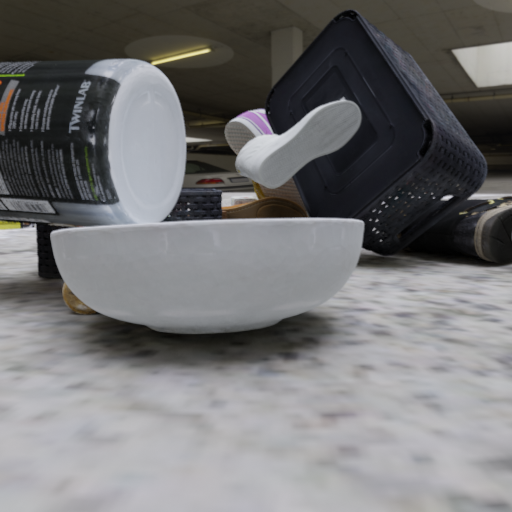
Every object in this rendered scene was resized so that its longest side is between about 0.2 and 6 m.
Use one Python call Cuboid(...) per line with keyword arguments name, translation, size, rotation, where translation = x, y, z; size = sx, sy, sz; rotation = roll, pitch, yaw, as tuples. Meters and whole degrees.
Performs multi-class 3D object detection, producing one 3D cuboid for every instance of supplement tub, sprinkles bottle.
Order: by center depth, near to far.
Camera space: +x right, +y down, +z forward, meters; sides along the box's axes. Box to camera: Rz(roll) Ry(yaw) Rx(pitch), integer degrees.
Cuboid(name="sprinkles bottle", translation=(-1.532, 0.248, 5.558), size=(0.413, 0.413, 1.209), rotation=(0, 8, -1))
Cuboid(name="supplement tub", translation=(-2.227, -1.136, 5.749), size=(2.690, 1.648, 1.648), rotation=(6, 9, 18))

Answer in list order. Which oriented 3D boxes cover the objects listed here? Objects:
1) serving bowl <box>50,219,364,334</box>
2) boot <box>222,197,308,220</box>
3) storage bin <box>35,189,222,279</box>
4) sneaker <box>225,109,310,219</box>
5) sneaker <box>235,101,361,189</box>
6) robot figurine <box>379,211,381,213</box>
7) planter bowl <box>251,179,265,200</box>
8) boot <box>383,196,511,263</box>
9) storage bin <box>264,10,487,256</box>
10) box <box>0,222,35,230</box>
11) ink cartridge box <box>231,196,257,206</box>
Cuboid(name="serving bowl", translation=(-0.356, 0.153, 4.489), size=(2.417, 0.795, 2.417), rotation=(-1, 1, 0))
Cuboid(name="boot", translation=(-0.444, -0.531, 10.212), size=(2.410, 0.924, 1.871), rotation=(-13, 9, -30))
Cuboid(name="storage bin", translation=(-1.663, -0.361, 7.592), size=(2.322, 1.089, 1.570), rotation=(-2, 8, -10))
Cuboid(name="sneaker", translation=(0.545, -1.821, 10.762), size=(0.849, 2.343, 1.336), rotation=(-28, 9, 41))
Cuboid(name="sneaker", translation=(0.505, -1.592, 7.599), size=(1.741, 0.641, 1.006), rotation=(-34, 28, -15))
Cuboid(name="robot figurine", translation=(3.592, -1.069, 15.014), size=(0.762, 0.430, 0.646), rotation=(7, -29, 44))
Cuboid(name="planter bowl", translation=(0.779, -1.107, 11.427), size=(2.131, 0.888, 2.131), rotation=(13, 46, -14))
Cuboid(name="boot", translation=(3.564, -0.502, 9.107), size=(2.798, 1.024, 2.107), rotation=(-14, 15, -39))
Cuboid(name="storage bin", translation=(1.666, -1.859, 8.602), size=(1.497, 3.192, 2.158), rotation=(17, -48, -40))
Cuboid(name="box", translation=(-6.041, -0.882, 13.368), size=(0.355, 0.533, 1.417), rotation=(8, 10, 43))
Cuboid(name="ink cartridge box", translation=(-0.241, -0.767, 11.362), size=(0.482, 0.839, 1.156), rotation=(-1, 9, -5))
